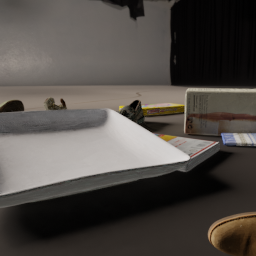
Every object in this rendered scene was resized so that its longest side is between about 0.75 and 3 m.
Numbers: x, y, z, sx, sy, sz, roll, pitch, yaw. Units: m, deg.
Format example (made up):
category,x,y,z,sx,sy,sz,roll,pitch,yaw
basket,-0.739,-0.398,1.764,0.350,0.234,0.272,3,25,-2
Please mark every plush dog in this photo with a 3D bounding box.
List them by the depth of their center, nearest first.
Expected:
category,x,y,z,sx,sy,sz,roll,pitch,yaw
plush dog,-2.362,-0.517,9.317,0.785,0.979,0.841,38,33,14

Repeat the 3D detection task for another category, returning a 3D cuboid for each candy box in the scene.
category,x,y,z,sx,sy,sz,roll,pitch,yaw
candy box,1.056,-0.809,11.832,2.568,0.339,1.312,-7,15,-32

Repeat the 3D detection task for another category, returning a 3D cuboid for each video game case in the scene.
category,x,y,z,sx,sy,sz,roll,pitch,yaw
video game case,0.488,0.377,5.742,2.288,0.200,1.636,8,13,35

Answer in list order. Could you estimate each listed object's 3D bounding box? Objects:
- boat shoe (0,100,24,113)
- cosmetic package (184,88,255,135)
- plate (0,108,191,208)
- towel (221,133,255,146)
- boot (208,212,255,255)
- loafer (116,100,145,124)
category,x,y,z,sx,sy,sz,roll,pitch,yaw
boat shoe,-2.803,-0.251,6.016,0.524,0.493,1.375,-6,21,19
cosmetic package,2.937,-0.449,7.520,2.719,1.186,1.406,2,10,16
plate,-1.005,0.296,4.530,2.924,0.473,2.918,-6,21,-29
towel,2.827,0.283,6.433,1.263,0.150,0.928,1,12,14
boot,1.211,0.961,2.163,1.136,0.418,0.429,5,22,13
loafer,-0.055,-0.421,8.586,0.844,0.739,2.349,3,11,17
